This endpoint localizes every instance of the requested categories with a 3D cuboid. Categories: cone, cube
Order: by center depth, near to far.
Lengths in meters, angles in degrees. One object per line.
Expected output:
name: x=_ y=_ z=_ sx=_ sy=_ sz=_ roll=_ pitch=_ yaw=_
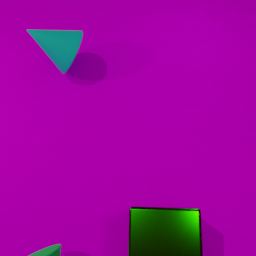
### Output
cone: x=-1.634 y=2.996 z=5.530 sx=0.981 sy=0.981 sz=0.984 roll=-20 pitch=83 yaw=-11
cube: x=0.769 y=2.354 z=5.771 sx=1.364 sy=1.364 sz=1.364 roll=-1 pitch=73 yaw=8
cone: x=-2.325 y=-2.591 z=8.406 sx=1.443 sy=1.437 sz=1.437 roll=22 pitch=57 yaw=-26
